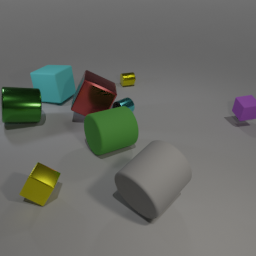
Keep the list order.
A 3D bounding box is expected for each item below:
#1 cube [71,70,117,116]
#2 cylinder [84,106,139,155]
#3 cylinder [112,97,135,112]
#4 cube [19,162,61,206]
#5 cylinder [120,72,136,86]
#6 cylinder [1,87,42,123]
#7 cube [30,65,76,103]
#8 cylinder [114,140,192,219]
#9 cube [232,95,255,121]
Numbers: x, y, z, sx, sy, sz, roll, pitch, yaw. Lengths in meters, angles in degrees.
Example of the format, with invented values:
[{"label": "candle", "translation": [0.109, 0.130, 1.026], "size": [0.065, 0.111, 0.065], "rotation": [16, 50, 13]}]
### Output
[{"label": "cube", "translation": [-1.397, -1.311, 11.530], "size": [1.400, 1.400, 1.400], "rotation": [23, 23, -17]}, {"label": "cylinder", "translation": [-0.585, 0.073, 9.528], "size": [1.400, 1.400, 1.400], "rotation": [-16, 32, -29]}, {"label": "cylinder", "translation": [-0.195, -0.893, 12.060], "size": [0.700, 0.700, 0.700], "rotation": [-26, 38, -38]}, {"label": "cube", "translation": [-2.323, 1.481, 7.444], "size": [0.700, 0.700, 0.700], "rotation": [29, 22, -11]}, {"label": "cylinder", "translation": [-0.013, -2.656, 15.267], "size": [0.700, 0.700, 0.700], "rotation": [-9, 30, -15]}, {"label": "cylinder", "translation": [-4.234, -0.901, 11.091], "size": [1.400, 1.400, 1.400], "rotation": [-1, 27, -25]}, {"label": "cube", "translation": [-3.516, -2.125, 13.324], "size": [1.400, 1.400, 1.400], "rotation": [6, 30, 21]}, {"label": "cylinder", "translation": [0.625, 1.245, 6.951], "size": [1.400, 1.400, 1.400], "rotation": [25, 52, 38]}, {"label": "cube", "translation": [4.627, -0.784, 10.989], "size": [0.700, 0.700, 0.700], "rotation": [-8, 43, -7]}]
